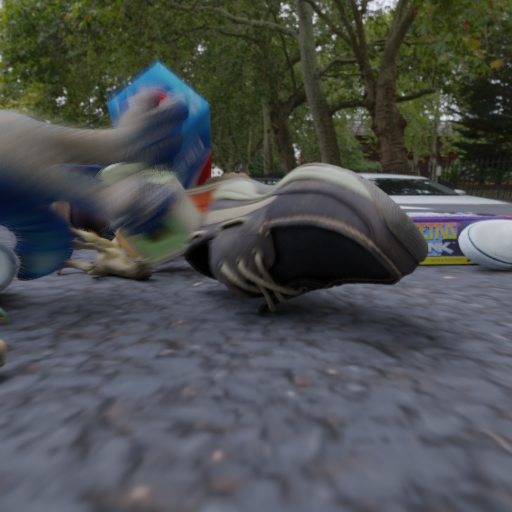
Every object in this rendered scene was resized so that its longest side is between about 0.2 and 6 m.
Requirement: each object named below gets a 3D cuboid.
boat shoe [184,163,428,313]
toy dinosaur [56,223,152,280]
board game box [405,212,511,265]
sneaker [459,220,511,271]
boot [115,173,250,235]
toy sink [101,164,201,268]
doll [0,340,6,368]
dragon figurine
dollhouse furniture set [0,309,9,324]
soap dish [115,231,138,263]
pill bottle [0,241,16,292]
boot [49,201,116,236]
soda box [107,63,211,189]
[{"bbox_3d":[0.242,-0.005,5.143,1.181,1.162,3.170,42,-14,-20],"label":"boat shoe"},{"bbox_3d":[-2.060,0.021,7.683,1.185,0.682,2.343,14,8,-24],"label":"toy dinosaur"},{"bbox_3d":[2.786,-0.342,9.329,2.653,0.752,2.193,-1,6,-4],"label":"board game box"},{"bbox_3d":[3.893,-0.292,7.813,2.156,0.787,0.763,-1,-32,-16],"label":"sneaker"},{"bbox_3d":[-1.121,-0.468,9.444,2.538,0.952,1.361,-20,50,0],"label":"boot"},{"bbox_3d":[-1.414,-0.634,7.468,0.877,1.346,0.754,-25,27,13],"label":"toy sink"},{"bbox_3d":[-1.765,0.678,2.986,0.607,0.216,0.890,9,15,9],"label":"doll"},{"bbox_3d":[-2.280,-0.532,5.282,2.018,1.194,4.058,26,-31,-34],"label":"dragon figurine"},{"bbox_3d":[-2.995,0.265,4.403,0.910,0.703,1.821,7,10,44],"label":"dollhouse furniture set"},{"bbox_3d":[-1.755,-0.178,8.596,0.614,0.317,0.781,47,14,10],"label":"soap dish"},{"bbox_3d":[-2.732,0.115,5.585,0.594,0.594,1.070,-3,-1,-27],"label":"pill bottle"},{"bbox_3d":[-3.269,-0.659,12.616,2.080,0.905,2.500,20,-4,15],"label":"boot"},{"bbox_3d":[-1.655,-1.722,10.544,1.249,1.181,3.682,40,-19,12],"label":"soda box"}]
